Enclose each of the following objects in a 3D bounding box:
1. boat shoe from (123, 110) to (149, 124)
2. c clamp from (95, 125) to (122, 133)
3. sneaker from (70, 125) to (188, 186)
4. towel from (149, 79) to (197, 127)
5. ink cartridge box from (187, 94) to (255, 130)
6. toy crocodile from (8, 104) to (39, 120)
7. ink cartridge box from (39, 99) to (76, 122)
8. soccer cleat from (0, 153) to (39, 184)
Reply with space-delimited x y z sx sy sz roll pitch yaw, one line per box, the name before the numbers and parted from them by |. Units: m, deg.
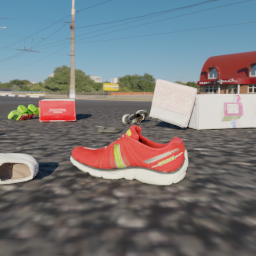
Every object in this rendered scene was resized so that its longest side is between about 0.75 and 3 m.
boat shoe | 0.407 -0.434 11.362 1.350 0.499 0.407 -10 11 -40
c clamp | -0.666 0.057 8.851 0.927 0.147 1.085 5 5 0
sneaker | -0.010 0.320 3.953 1.709 0.726 0.658 2 7 20
towel | 1.380 -0.780 8.811 1.324 1.264 0.213 19 18 23
ink cartridge box | 3.298 -0.652 10.228 2.775 1.174 2.005 -1 7 -14
toy crocodile | -4.780 -0.656 13.061 0.669 0.612 1.983 -40 -4 17
ink cartridge box | -3.240 -0.857 13.058 1.580 0.915 2.720 -2 8 -12
soccer cleat | -1.850 0.516 3.623 1.321 0.458 0.512 1 9 -19
